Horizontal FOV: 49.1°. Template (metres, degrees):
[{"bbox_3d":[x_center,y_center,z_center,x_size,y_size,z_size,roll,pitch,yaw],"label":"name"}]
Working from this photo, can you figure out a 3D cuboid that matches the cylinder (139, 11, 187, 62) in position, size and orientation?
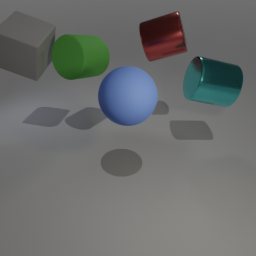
[{"bbox_3d":[1.257,-3.190,9.850,1.400,1.400,1.400,-12,26,16],"label":"cylinder"}]

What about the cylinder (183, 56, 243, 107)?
[{"bbox_3d":[2.686,-1.471,9.012,1.400,1.400,1.400,9,28,-12],"label":"cylinder"}]

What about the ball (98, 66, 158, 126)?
[{"bbox_3d":[-0.005,-0.748,6.621,1.400,1.400,1.400,0,29,0],"label":"ball"}]

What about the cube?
[{"bbox_3d":[-3.315,-2.671,9.153,1.400,1.400,1.400,20,48,-2],"label":"cube"}]

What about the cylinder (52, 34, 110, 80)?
[{"bbox_3d":[-1.554,-2.376,9.362,1.400,1.400,1.400,16,22,26],"label":"cylinder"}]
